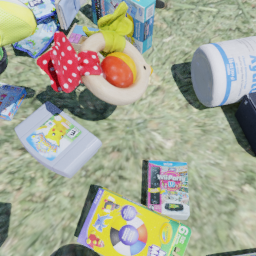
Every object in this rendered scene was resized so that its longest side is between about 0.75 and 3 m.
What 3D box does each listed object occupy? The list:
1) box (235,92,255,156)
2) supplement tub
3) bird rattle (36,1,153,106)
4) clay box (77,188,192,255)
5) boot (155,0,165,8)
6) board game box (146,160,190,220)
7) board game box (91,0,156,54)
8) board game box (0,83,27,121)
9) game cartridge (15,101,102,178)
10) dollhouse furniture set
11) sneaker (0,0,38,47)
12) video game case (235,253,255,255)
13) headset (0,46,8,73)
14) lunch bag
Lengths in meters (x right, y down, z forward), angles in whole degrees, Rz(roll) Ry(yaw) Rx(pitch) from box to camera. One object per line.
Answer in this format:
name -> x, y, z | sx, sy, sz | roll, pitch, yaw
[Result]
box -> 4.117, -0.223, 7.350 | 1.980, 1.033, 1.465 | -10, 59, -6
supplement tub -> 3.271, -1.631, 7.811 | 2.633, 1.737, 1.737 | -12, 59, -6
bird rattle -> -0.431, -1.352, 5.664 | 2.027, 1.401, 2.486 | 41, 44, -10
clay box -> 0.154, 2.255, 5.924 | 2.151, 0.512, 1.236 | 21, 82, 14
boot -> 0.980, -4.891, 10.665 | 0.936, 0.317, 0.611 | 11, 54, 5
board game box -> 0.931, 1.460, 6.694 | 0.961, 0.419, 1.303 | 3, 58, 1
board game box -> -0.227, -3.724, 9.074 | 2.346, 1.771, 0.550 | 38, 66, 21
board game box -> -3.671, -0.806, 8.150 | 1.043, 0.292, 1.022 | 14, 60, 8
game cartridge -> -1.931, 0.295, 7.433 | 2.131, 0.431, 1.421 | 35, 68, 19
dollhouse furniture set -> -1.391, -3.181, 8.512 | 1.415, 2.168, 2.047 | 12, 59, 8
sneaker -> -2.328, -1.135, 3.810 | 2.258, 0.882, 1.019 | -18, 70, -16
video game case -> 3.001, 3.695, 5.406 | 2.209, 0.268, 2.427 | -6, 59, -4
headset -> -5.115, -2.133, 8.368 | 2.794, 1.313, 1.725 | -22, 60, -26
lunch bag -> -2.979, -3.462, 8.906 | 1.814, 1.156, 1.543 | -39, 63, 16
